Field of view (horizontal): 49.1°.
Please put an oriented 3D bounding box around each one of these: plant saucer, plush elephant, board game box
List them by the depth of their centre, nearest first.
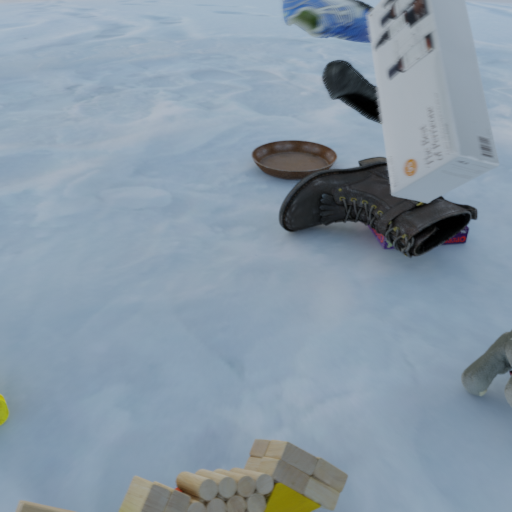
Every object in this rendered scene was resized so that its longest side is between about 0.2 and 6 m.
[{"bbox_3d":[3.734,1.405,6.720,1.484,1.579,1.917,42,77,1],"label":"plush elephant"},{"bbox_3d":[2.966,-1.016,11.554,1.671,0.450,2.783,0,31,-9],"label":"board game box"},{"bbox_3d":[0.928,-2.334,13.743,2.095,0.361,2.095,-1,32,0],"label":"plant saucer"}]

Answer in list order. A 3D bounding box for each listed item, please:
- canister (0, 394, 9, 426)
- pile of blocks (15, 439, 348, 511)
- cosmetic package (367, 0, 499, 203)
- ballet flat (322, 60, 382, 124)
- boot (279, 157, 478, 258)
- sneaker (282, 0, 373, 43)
[{"bbox_3d":[-3.614,1.750,6.911,0.777,0.453,1.046,-22,36,-31],"label":"canister"},{"bbox_3d":[-0.741,2.615,5.220,3.307,1.358,1.028,-5,-13,-25],"label":"pile of blocks"},{"bbox_3d":[2.298,-2.369,7.639,0.765,1.246,3.020,6,69,-25],"label":"cosmetic package"},{"bbox_3d":[1.940,-2.770,10.171,0.800,0.684,2.408,-6,-13,41],"label":"ballet flat"},{"bbox_3d":[2.113,-0.755,10.170,2.910,1.007,2.533,-25,40,-9],"label":"boot"},{"bbox_3d":[1.556,-4.679,11.273,2.270,0.859,0.874,15,63,-6],"label":"sneaker"}]
